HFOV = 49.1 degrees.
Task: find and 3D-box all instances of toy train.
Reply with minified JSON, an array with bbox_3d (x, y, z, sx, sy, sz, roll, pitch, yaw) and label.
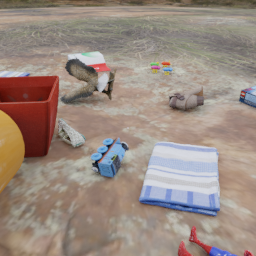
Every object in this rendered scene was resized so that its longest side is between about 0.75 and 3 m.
[{"bbox_3d":[-0.436,0.712,7.107,0.694,0.527,1.215,7,35,24],"label":"toy train"}]

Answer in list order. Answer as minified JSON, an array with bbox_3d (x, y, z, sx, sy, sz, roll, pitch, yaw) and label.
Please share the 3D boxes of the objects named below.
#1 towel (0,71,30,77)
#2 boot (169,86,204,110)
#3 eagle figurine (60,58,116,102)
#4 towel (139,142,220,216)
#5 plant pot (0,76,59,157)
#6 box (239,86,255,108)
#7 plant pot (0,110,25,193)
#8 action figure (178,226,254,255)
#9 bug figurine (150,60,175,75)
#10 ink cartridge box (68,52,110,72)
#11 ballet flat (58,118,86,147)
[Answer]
[{"bbox_3d":[-5.592,-2.505,13.463,1.422,0.169,1.045,4,27,4],"label":"towel"},{"bbox_3d":[2.199,-1.190,10.654,1.284,0.617,1.756,0,23,13],"label":"boot"},{"bbox_3d":[-1.592,-1.708,10.906,2.078,1.568,1.577,10,39,-5],"label":"eagle figurine"},{"bbox_3d":[1.330,1.072,6.812,1.759,0.285,2.395,6,30,13],"label":"towel"},{"bbox_3d":[-2.912,-0.276,7.720,2.006,1.768,2.004,-3,29,-4],"label":"plant pot"},{"bbox_3d":[5.879,-1.226,10.776,2.607,0.491,1.781,-18,33,-29],"label":"box"},{"bbox_3d":[-3.474,0.676,5.256,2.937,2.937,2.689,5,13,8],"label":"plant pot"},{"bbox_3d":[1.815,2.300,4.392,2.063,0.533,0.675,24,34,32],"label":"action figure"},{"bbox_3d":[1.738,-3.148,14.392,1.182,0.392,1.525,0,29,1],"label":"bug figurine"},{"bbox_3d":[-2.102,-3.515,14.949,1.791,0.557,2.225,-12,29,-20],"label":"ink cartridge box"},{"bbox_3d":[-1.813,0.142,8.354,0.518,0.518,1.445,-20,34,-32],"label":"ballet flat"}]
